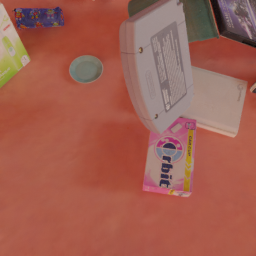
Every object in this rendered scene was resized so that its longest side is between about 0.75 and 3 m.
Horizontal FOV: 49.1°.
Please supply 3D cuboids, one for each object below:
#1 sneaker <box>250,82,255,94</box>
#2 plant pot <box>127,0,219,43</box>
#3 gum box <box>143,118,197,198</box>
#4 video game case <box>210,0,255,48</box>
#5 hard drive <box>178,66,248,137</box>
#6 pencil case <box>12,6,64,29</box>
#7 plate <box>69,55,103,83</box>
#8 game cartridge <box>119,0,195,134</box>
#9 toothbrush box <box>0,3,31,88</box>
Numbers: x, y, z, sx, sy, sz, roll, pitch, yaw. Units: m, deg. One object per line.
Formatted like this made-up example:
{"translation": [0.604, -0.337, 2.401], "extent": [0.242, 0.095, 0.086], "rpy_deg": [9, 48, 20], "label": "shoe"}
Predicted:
{"translation": [4.636, -1.009, 8.125], "extent": [1.849, 0.703, 1.336], "rpy_deg": [-15, 64, -8], "label": "sneaker"}
{"translation": [1.301, -3.321, 8.223], "extent": [2.187, 2.233, 2.233], "rpy_deg": [-16, 64, 22], "label": "plant pot"}
{"translation": [1.107, 0.659, 7.390], "extent": [1.181, 0.688, 2.080], "rpy_deg": [8, 66, 5], "label": "gum box"}
{"translation": [3.793, -3.367, 8.708], "extent": [2.950, 0.280, 2.108], "rpy_deg": [7, 63, -26], "label": "video game case"}
{"translation": [1.977, -0.969, 8.295], "extent": [2.763, 0.369, 1.823], "rpy_deg": [18, 67, 7], "label": "hard drive"}
{"translation": [-2.951, -3.699, 9.349], "extent": [1.607, 0.627, 0.698], "rpy_deg": [-4, 74, -2], "label": "pencil case"}
{"translation": [-1.307, -1.826, 8.803], "extent": [1.060, 0.135, 1.060], "rpy_deg": [0, 67, 1], "label": "plate"}
{"translation": [0.673, -1.225, 5.921], "extent": [0.520, 2.572, 1.715], "rpy_deg": [17, 47, 39], "label": "game cartridge"}
{"translation": [-3.977, -2.280, 7.808], "extent": [0.995, 2.312, 1.683], "rpy_deg": [35, 70, 15], "label": "toothbrush box"}
